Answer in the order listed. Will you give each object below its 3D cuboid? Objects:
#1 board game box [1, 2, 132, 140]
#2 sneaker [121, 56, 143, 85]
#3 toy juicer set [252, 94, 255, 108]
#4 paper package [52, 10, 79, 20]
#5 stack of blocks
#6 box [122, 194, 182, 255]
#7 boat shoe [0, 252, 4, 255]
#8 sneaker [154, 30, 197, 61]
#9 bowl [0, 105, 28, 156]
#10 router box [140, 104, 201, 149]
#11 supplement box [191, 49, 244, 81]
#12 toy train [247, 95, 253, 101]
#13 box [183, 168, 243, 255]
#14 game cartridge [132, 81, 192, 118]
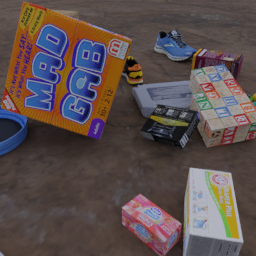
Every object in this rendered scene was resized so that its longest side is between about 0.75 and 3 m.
[{"bbox_3d":[-1.541,-1.670,8.015,2.652,2.652,2.654,19,17,-5],"label":"board game box"},{"bbox_3d":[0.055,-2.742,12.278,0.782,1.006,2.236,-13,36,-18],"label":"sneaker"},{"bbox_3d":[4.406,-0.581,9.314,2.460,0.669,1.565,18,38,42],"label":"toy juicer set"},{"bbox_3d":[-3.402,-4.242,13.259,2.305,2.419,1.251,7,35,12],"label":"paper package"},{"bbox_3d":[2.786,-0.793,8.848,1.567,0.797,2.721,-10,49,-4],"label":"stack of blocks"},{"bbox_3d":[0.459,1.938,5.671,0.579,0.534,1.128,-28,43,-36],"label":"box"},{"bbox_3d":[-3.067,2.358,5.000,1.695,0.610,0.526,-7,33,-5],"label":"boat shoe"},{"bbox_3d":[2.392,-4.291,14.396,1.108,1.257,2.820,-22,40,-29],"label":"sneaker"},{"bbox_3d":[-4.299,0.114,8.462,2.478,0.486,2.478,0,33,0],"label":"bowl"},{"bbox_3d":[1.213,-0.084,8.122,1.422,0.371,1.118,16,61,42],"label":"router box"},{"bbox_3d":[4.014,-2.881,12.620,2.002,0.857,1.105,16,37,23],"label":"supplement box"},{"bbox_3d":[3.969,-0.819,9.690,0.872,0.246,0.182,-43,14,-9],"label":"toy train"},{"bbox_3d":[1.604,1.738,5.571,0.884,0.981,1.745,6,33,9],"label":"box"},{"bbox_3d":[1.692,-1.056,10.168,2.783,0.569,1.852,-6,33,-9],"label":"game cartridge"}]
